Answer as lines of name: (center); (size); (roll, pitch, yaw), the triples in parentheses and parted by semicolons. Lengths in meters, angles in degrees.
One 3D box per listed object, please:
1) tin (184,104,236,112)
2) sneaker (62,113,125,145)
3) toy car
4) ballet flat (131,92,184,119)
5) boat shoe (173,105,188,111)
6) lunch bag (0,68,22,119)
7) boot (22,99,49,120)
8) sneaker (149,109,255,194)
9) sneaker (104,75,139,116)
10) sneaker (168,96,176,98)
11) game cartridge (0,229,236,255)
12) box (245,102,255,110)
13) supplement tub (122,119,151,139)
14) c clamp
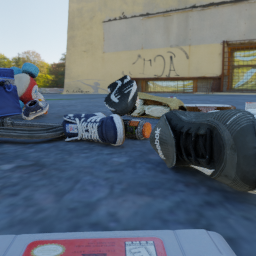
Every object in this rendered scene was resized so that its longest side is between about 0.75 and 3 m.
tin: (3.351, -0.776, 12.180); (2.554, 0.535, 1.430); (1, 4, 8)
sneaker: (-0.820, 0.028, 6.124); (1.033, 0.667, 1.904); (-6, 10, -23)
toy car: (-4.059, -1.211, 11.652); (1.909, 1.990, 2.159); (-3, -28, 37)
ballet flat: (0.736, -0.856, 11.114); (2.992, 1.027, 0.943); (5, 23, 35)
boat shoe: (1.948, -0.497, 9.717); (0.620, 0.621, 1.679); (5, 10, 28)
lunch bag: (-4.349, -0.982, 8.082); (2.470, 1.634, 1.678); (-10, 4, 28)
boot: (-3.483, -0.856, 10.828); (0.515, 0.639, 1.415); (32, 34, 1)
sneaker: (0.980, 0.234, 3.900); (1.352, 0.993, 2.988); (-2, 5, 4)
sneaker: (-0.010, -0.691, 6.963); (0.837, 0.908, 2.271); (-28, 17, 10)
sneaker: (1.565, -1.013, 12.416); (1.018, 0.846, 2.258); (8, 9, 11)
game cartridge: (-0.174, 0.920, 1.326); (1.771, 0.362, 1.179); (-1, 13, -4)
box: (5.258, -0.671, 10.910); (1.257, 0.613, 0.782); (3, 9, 20)
supplement tub: (0.156, 0.027, 6.778); (0.755, 0.463, 0.463); (6, 10, 29)
c clamp: (-2.511, 0.027, 7.256); (2.964, 0.401, 2.532); (3, 11, 7)
